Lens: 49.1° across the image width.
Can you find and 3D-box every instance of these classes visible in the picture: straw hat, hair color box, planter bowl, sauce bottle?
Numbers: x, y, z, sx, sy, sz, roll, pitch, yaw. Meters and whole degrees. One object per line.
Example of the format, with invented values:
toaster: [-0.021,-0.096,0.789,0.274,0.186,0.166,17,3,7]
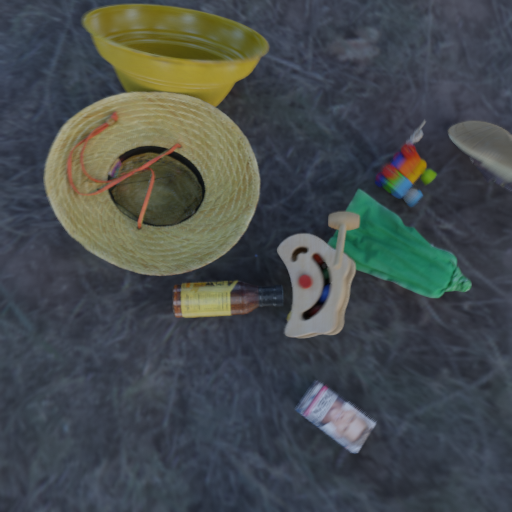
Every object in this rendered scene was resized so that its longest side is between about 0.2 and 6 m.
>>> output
straw hat: [-1.846,-1.187,10.459,3.701,1.566,3.701,2,73,-7]
hair color box: [1.358,2.777,9.675,1.225,0.371,0.613,35,74,12]
planter bowl: [-1.607,-3.777,11.175,3.520,1.466,3.520,8,36,-6]
sauce bottle: [-0.514,0.780,10.279,2.006,0.662,0.662,-2,70,-3]

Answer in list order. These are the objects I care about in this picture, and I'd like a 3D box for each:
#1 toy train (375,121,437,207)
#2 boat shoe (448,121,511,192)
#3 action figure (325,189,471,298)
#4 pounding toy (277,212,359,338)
toy train: [3.212,-1.816,11.142,0.940,0.688,1.624,41,84,2]
boat shoe: [4.710,-1.812,10.829,0.956,0.862,2.659,-27,41,-12]
action figure: [2.698,0.014,10.346,2.598,0.711,1.535,29,95,18]
pounding toy: [0.926,0.288,9.802,1.343,1.347,2.349,11,84,22]
